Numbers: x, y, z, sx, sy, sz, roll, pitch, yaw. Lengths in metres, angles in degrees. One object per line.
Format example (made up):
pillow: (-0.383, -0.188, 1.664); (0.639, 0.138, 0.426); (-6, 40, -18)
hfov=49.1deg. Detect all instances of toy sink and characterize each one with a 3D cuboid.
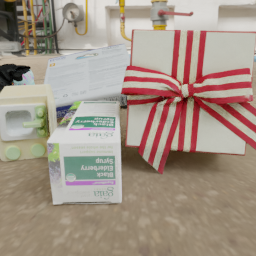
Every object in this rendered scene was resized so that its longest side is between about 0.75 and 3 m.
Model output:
toy sink: (-2.175, -0.111, 6.071); (1.162, 1.352, 2.074); (-6, 20, -17)

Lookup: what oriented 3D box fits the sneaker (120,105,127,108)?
sneaker: (0.422, -1.157, 10.076); (2.251, 0.860, 0.849); (5, 20, 17)

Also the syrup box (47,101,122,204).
syrup box: (-0.657, 0.276, 5.304); (1.051, 1.087, 2.670); (-1, 17, -1)

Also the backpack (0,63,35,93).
backpack: (-3.919, -1.101, 8.522); (2.252, 1.708, 2.699); (2, 19, 1)

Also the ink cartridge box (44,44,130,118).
ink cartridge box: (-1.246, -1.591, 9.100); (2.879, 0.635, 2.933); (-11, 41, 1)

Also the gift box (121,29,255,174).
gift box: (1.258, -0.504, 5.732); (2.445, 2.650, 2.475); (-1, 3, 9)
